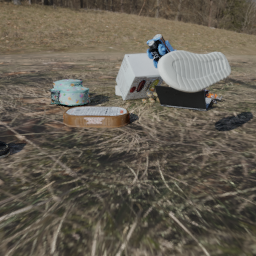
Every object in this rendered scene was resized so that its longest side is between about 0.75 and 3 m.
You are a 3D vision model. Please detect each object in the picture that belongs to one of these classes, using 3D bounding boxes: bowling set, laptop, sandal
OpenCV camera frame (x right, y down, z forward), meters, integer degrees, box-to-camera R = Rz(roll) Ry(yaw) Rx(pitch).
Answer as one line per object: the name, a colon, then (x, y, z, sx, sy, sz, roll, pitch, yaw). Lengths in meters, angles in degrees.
bowling set: (1.315, -1.760, 15.280, 1.143, 0.796, 0.614, -8, 22, -10)
laptop: (2.855, -1.753, 14.067, 2.373, 1.469, 2.535, 9, 30, 23)
sandal: (1.834, -1.482, 7.745, 2.822, 1.148, 0.693, -11, -11, -35)

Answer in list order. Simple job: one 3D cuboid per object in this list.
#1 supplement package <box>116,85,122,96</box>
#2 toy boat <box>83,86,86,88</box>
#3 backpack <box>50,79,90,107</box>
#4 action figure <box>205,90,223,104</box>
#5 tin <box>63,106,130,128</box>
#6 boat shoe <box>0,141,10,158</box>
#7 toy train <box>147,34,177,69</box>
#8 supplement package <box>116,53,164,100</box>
supplement package: (-0.206, -2.263, 16.930, 0.990, 0.579, 0.581, 17, 25, 39)
toy boat: (-2.968, -2.156, 16.741, 1.095, 0.714, 0.716, 2, -10, 5)
backpack: (-2.878, -1.772, 14.348, 1.863, 1.428, 1.638, 20, 22, 37)
action figure: (4.237, -1.698, 15.316, 1.391, 0.727, 1.345, -12, 16, -38)
tin: (-1.353, -0.504, 12.057, 2.876, 0.602, 1.611, 1, 24, 1)
boat shoe: (-4.616, 0.454, 8.352, 2.158, 0.651, 0.797, 10, 23, -32)
toy train: (1.690, -3.353, 13.007, 0.946, 2.183, 1.247, -9, 49, 40)
supplement package: (0.700, -2.831, 15.560, 2.024, 2.117, 1.557, -10, 63, -23)
